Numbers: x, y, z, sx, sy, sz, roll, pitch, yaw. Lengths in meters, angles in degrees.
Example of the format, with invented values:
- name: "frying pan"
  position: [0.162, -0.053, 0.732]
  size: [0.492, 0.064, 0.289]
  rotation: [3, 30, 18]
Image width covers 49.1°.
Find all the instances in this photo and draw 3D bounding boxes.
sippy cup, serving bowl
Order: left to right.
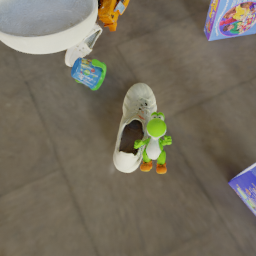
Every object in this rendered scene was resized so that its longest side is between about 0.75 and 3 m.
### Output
- name: "serving bowl"
  position: [-2.016, -2.671, 7.003]
  size: [2.638, 0.868, 2.638]
  rotation: [-2, 51, 2]
- name: "sippy cup"
  position: [-1.025, -1.416, 7.070]
  size: [0.707, 0.964, 0.757]
  rotation: [19, 32, -29]

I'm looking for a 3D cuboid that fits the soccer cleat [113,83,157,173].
- name: "soccer cleat"
  position: [0.219, -0.174, 6.478]
  size: [0.864, 0.967, 2.493]
  rotation: [13, 59, 1]

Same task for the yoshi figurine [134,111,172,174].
- name: "yoshi figurine"
  position: [0.533, 0.294, 5.662]
  size: [0.695, 0.692, 1.236]
  rotation: [-2, 99, -30]

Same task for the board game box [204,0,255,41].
- name: "board game box"
  position: [2.932, -3.333, 7.303]
  size: [1.425, 2.120, 0.475]
  rotation: [-10, 61, -4]

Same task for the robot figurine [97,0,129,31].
- name: "robot figurine"
  position: [-0.628, -3.946, 8.210]
  size: [1.873, 0.752, 2.583]
  rotation: [3, 63, 31]

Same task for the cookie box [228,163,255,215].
- name: "cookie box"
  position: [2.886, 1.375, 5.332]
  size: [0.701, 1.865, 1.595]
  rotation: [-37, 72, -5]

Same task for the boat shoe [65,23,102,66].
- name: "boat shoe"
  position: [-1.184, -2.188, 7.498]
  size: [0.472, 0.482, 1.362]
  rotation: [40, 102, 26]
